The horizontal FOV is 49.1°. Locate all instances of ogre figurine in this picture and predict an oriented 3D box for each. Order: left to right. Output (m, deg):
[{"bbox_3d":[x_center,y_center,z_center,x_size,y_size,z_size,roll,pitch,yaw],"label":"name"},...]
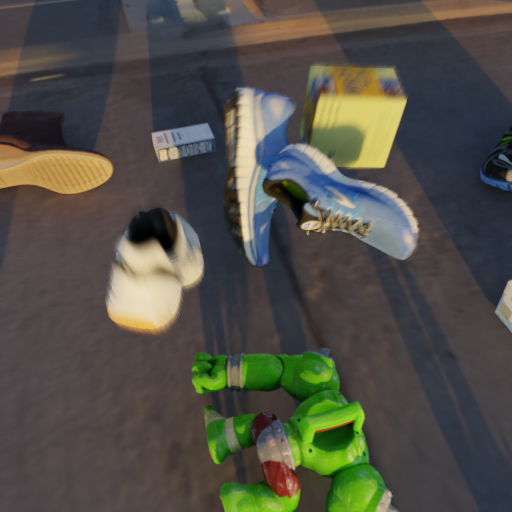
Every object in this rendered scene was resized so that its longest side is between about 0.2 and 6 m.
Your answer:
[{"bbox_3d":[0.414,2.298,6.491,1.793,1.467,2.991,-19,36,-2],"label":"ogre figurine"}]

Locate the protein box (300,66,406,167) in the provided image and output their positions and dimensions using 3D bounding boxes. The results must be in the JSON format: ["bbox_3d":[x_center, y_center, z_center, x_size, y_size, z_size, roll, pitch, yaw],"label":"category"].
[{"bbox_3d":[1.510,-2.254,9.144,1.354,1.344,0.913,0,50,-6],"label":"protein box"}]

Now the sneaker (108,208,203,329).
[{"bbox_3d":[-1.138,-0.150,7.072,0.958,1.110,2.533,8,25,-3],"label":"sneaker"}]

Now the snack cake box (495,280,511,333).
[{"bbox_3d":[5.038,0.781,8.391,2.332,0.783,1.341,-14,46,-13],"label":"snack cake box"}]

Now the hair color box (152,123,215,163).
[{"bbox_3d":[-1.521,-2.379,11.751,1.214,0.367,0.607,-13,47,-12],"label":"hair color box"}]

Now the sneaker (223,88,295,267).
[{"bbox_3d":[0.194,-1.158,8.867,1.269,2.846,1.118,-4,22,-16],"label":"sneaker"}]

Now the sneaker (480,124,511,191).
[{"bbox_3d":[5.274,-2.256,11.005,1.081,1.264,3.050,24,50,23],"label":"sneaker"}]

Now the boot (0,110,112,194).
[{"bbox_3d":[-4.114,-2.293,11.226,2.736,0.990,2.276,-3,47,2],"label":"boot"}]

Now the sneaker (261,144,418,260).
[{"bbox_3d":[1.072,-0.565,7.633,2.334,0.917,1.041,32,57,17],"label":"sneaker"}]
